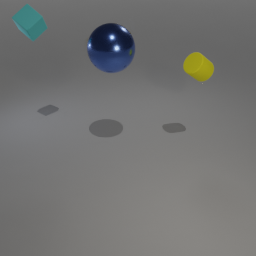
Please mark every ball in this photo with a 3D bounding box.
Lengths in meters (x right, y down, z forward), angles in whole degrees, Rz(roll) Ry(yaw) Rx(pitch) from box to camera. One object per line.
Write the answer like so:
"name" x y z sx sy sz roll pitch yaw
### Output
"ball" -0.485 -2.307 8.143 1.400 1.400 1.400 0 29 0

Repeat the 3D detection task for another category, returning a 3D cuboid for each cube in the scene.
"cube" -3.210 -3.447 9.196 0.700 0.700 0.700 41 80 6

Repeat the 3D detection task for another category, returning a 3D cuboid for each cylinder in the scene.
"cylinder" 2.202 -1.893 8.732 0.700 0.700 0.700 20 10 -43
